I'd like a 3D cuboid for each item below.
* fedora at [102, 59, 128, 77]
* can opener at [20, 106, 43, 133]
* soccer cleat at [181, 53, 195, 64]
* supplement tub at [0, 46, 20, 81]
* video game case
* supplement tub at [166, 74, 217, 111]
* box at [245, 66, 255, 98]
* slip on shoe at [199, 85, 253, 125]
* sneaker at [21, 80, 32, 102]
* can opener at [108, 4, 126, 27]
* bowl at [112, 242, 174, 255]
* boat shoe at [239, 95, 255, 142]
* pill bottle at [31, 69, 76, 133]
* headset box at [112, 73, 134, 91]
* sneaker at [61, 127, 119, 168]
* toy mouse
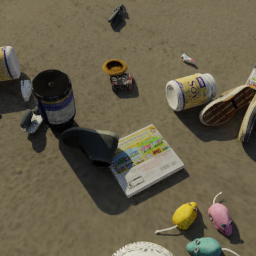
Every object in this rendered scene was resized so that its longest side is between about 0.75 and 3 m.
[{"bbox_3d":[-0.582,-2.644,12.772,1.185,0.483,1.185,-2,51,2],"label":"fedora"},{"bbox_3d":[-3.517,-0.765,11.202,0.603,0.756,2.262,16,55,12],"label":"can opener"},{"bbox_3d":[2.860,-3.242,13.389,0.342,0.277,0.793,-40,61,-4],"label":"soccer cleat"},{"bbox_3d":[-5.896,-2.730,12.234,1.971,1.433,1.433,-10,54,-8],"label":"supplement tub"},{"bbox_3d":[0.477,1.099,10.137,2.323,0.266,2.114,-25,57,-16],"label":"video game case"},{"bbox_3d":[2.562,-1.485,11.413,1.746,1.270,1.270,-17,55,-12],"label":"supplement tub"},{"bbox_3d":[6.513,-1.582,11.978,2.783,0.483,1.532,26,57,18],"label":"box"},{"bbox_3d":[3.869,-0.947,11.373,2.597,0.987,0.787,-34,20,-13],"label":"slip on shoe"},{"bbox_3d":[-4.332,-1.636,12.074,0.486,0.461,1.207,-6,55,-16],"label":"sneaker"},{"bbox_3d":[-0.665,-6.253,15.565,0.617,0.492,1.846,-2,46,40],"label":"can opener"},{"bbox_3d":[0.447,4.163,7.269,2.581,1.211,2.581,0,54,0],"label":"bowl"},{"bbox_3d":[5.033,-0.438,10.851,0.882,0.979,2.721,23,51,22],"label":"boat shoe"},{"bbox_3d":[-2.613,-0.862,10.211,1.335,2.388,1.335,2,58,-3],"label":"pill bottle"},{"bbox_3d":[-0.231,-2.031,12.383,0.971,0.375,0.723,-3,54,-3],"label":"headset box"},{"bbox_3d":[-1.510,0.691,9.937,2.247,0.840,1.194,2,55,19],"label":"sneaker"},{"bbox_3d":[2.530,3.089,8.501,2.556,0.495,2.272,-36,61,-24],"label":"toy mouse"}]
